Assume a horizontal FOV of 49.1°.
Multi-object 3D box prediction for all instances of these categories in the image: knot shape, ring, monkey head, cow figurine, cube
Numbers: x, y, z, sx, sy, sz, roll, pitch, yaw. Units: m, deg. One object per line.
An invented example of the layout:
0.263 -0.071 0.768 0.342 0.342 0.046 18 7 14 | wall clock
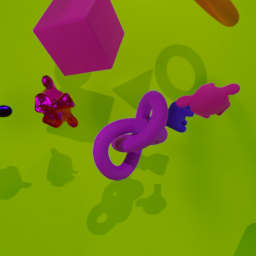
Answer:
0.190 0.190 5.993 0.911 1.844 1.971 43 93 14 | knot shape
2.117 -3.377 7.320 1.961 1.961 0.392 46 111 8 | ring
-1.543 -0.552 6.348 1.021 0.855 1.420 -22 107 24 | monkey head
1.429 -0.575 4.993 1.079 0.650 0.776 -13 61 21 | monkey head
1.007 -0.281 7.011 1.062 1.079 0.592 20 37 2 | cow figurine
-1.083 -2.278 6.665 1.392 1.392 1.392 -3 52 25 | cube
-3.232 -0.361 5.835 1.459 0.879 1.049 0 121 -29 | monkey head
